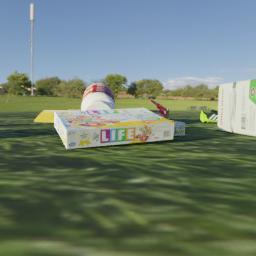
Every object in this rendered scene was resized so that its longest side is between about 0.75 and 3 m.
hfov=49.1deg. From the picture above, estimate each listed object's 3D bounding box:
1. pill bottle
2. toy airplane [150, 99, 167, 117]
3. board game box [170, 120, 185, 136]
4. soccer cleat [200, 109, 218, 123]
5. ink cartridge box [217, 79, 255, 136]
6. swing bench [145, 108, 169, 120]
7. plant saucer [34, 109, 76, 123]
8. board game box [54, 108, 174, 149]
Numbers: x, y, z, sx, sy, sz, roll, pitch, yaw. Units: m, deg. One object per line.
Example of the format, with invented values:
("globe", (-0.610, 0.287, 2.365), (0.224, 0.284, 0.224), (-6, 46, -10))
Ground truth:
("pill bottle", (-1.203, -0.922, 11.486), (1.385, 1.385, 2.452), (0, 21, -6))
("toy airplane", (1.532, -0.898, 13.090), (1.211, 0.223, 1.211), (32, 18, -12))
("board game box", (0.687, -0.046, 9.011), (1.519, 0.387, 2.260), (-2, 5, -12))
("soccer cleat", (4.446, -0.593, 13.927), (1.703, 0.690, 0.575), (2, 5, 27))
("ink cartridge box", (3.760, -0.636, 8.694), (0.925, 1.633, 2.227), (0, 5, -11))
("swing bench", (1.392, -0.564, 13.509), (1.163, 0.759, 1.169), (0, -1, 9))
("plant saucer", (-3.177, -0.673, 15.221), (2.718, 0.659, 2.719), (2, 5, 28))
("board game box", (-0.385, -0.070, 6.663), (2.459, 0.421, 1.653), (-4, 17, -23))
